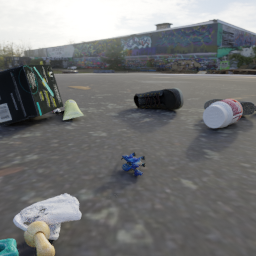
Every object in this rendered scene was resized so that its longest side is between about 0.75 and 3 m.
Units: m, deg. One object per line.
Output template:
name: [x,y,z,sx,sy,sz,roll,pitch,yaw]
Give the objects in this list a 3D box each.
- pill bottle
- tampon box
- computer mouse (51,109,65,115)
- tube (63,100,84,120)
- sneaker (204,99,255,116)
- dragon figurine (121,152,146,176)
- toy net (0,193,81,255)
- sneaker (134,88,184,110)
pill bottle: [3.071,-0.466,9.087,0.843,0.843,1.538,11,16,37]
tampon box: [-3.516,-1.230,9.822,1.434,1.703,2.272,-13,10,10]
computer mouse: [-2.928,-0.708,11.512,0.453,0.181,0.827,-12,18,-37]
tube: [-2.170,-0.644,10.780,0.501,0.560,1.928,36,5,-22]
sneaker: [3.893,-0.756,10.992,1.862,0.696,0.989,5,4,8]
dragon figurine: [0.032,0.676,5.539,0.470,0.278,0.946,-11,19,-39]
toy net: [-1.217,1.291,2.811,1.149,0.423,2.191,0,12,13]
sneaker: [1.277,-1.161,12.166,1.361,0.958,2.563,-11,8,-21]
